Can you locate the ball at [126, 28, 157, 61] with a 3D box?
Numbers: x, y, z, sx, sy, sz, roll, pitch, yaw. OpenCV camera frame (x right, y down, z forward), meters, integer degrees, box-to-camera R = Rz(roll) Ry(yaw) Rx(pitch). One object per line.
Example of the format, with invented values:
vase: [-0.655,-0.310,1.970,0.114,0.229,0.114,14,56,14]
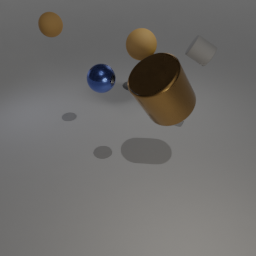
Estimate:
ball: [0.599,-3.763,12.634,1.400,1.400,1.400,0,33,0]

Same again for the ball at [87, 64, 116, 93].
ball: [-0.645,-1.194,6.757,0.700,0.700,0.700,0,33,0]

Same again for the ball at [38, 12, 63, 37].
ball: [-2.253,-3.007,8.155,0.700,0.700,0.700,0,33,0]

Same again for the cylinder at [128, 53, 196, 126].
cylinder: [0.909,-0.980,7.326,1.400,1.400,1.400,-16,53,22]

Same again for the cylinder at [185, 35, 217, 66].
cylinder: [2.247,-2.378,8.618,0.700,0.700,0.700,32,35,-6]
